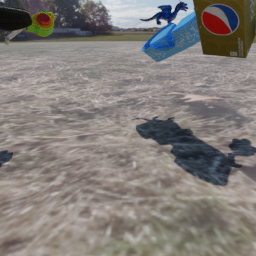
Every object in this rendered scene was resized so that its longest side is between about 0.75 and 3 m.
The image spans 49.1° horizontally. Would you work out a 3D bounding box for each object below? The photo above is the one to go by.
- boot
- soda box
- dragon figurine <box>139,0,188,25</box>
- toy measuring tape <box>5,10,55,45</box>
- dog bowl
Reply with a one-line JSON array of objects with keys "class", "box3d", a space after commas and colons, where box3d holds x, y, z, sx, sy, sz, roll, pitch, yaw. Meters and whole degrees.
[{"class": "boot", "box3d": [-3.021, -2.924, 6.493, 1.685, 1.165, 0.653, 3, -24, -2]}, {"class": "soda box", "box3d": [1.558, -2.362, 4.519, 0.866, 2.557, 0.818, 15, 63, 32]}, {"class": "dragon figurine", "box3d": [1.440, -4.586, 11.082, 1.881, 0.935, 0.554, 11, 31, 16]}, {"class": "toy measuring tape", "box3d": [-2.779, -2.910, 8.376, 0.701, 0.701, 1.906, 12, 50, 30]}, {"class": "dog bowl", "box3d": [1.643, -3.046, 9.225, 2.799, 0.694, 1.560, -13, 35, 53]}]
